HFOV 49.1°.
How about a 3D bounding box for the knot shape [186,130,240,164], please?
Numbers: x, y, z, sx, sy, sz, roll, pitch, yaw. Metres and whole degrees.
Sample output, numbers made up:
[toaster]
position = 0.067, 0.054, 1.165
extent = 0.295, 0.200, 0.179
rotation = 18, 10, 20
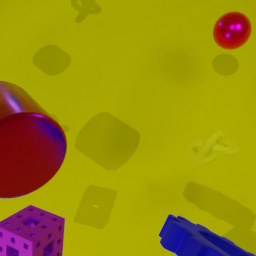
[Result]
[knot shape]
position = 1.879, 0.431, 6.038
extent = 1.042, 1.114, 0.515
rotation = -1, 70, -11

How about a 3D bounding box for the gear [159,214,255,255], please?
[gear]
position = 1.349, 1.831, 3.860
extent = 1.884, 1.884, 0.348
rotation = 26, 86, 12

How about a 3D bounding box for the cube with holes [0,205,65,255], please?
[cube with holes]
position = -1.633, 1.908, 4.694
extent = 0.782, 0.782, 0.782
rotation = 12, 104, 23

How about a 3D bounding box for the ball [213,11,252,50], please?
[ball]
position = 2.441, -2.282, 6.584
extent = 0.859, 0.859, 0.859
rotation = 0, 65, 0

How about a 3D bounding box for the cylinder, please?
[cylinder]
position = -1.785, 0.125, 4.154
extent = 1.320, 1.320, 1.320
rotation = -39, 46, -16
